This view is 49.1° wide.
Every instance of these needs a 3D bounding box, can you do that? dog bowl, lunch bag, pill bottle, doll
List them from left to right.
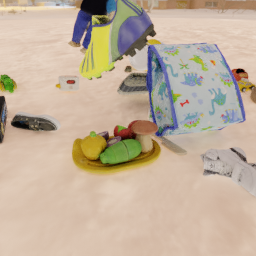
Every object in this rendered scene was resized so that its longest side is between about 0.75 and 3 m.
[{"bbox_3d":[-0.895,-2.884,6.901,1.346,1.972,0.478,34,26,10],"label":"doll"},{"bbox_3d":[-0.852,-3.582,8.316,0.525,1.791,1.791,28,28,-1],"label":"dog bowl"},{"bbox_3d":[1.125,-3.828,14.384,1.343,1.343,2.397,14,29,26],"label":"pill bottle"},{"bbox_3d":[1.618,-1.078,7.313,2.027,2.384,1.519,-6,-9,-19],"label":"lunch bag"}]

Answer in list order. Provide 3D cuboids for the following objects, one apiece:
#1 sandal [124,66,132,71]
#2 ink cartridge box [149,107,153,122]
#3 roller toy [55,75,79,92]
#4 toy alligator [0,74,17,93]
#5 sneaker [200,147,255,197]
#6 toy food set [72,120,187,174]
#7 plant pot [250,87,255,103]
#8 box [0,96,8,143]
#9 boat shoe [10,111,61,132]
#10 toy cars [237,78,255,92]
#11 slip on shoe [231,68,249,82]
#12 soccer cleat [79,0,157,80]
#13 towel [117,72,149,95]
[{"bbox_3d":[0.009,-2.980,13.864,0.366,0.263,0.921,1,26,2],"label":"sandal"},{"bbox_3d":[0.900,-0.326,8.291,0.582,0.336,0.796,1,26,2],"label":"ink cartridge box"},{"bbox_3d":[-2.286,-1.704,10.830,0.788,0.603,0.864,7,16,21],"label":"roller toy"},{"bbox_3d":[-4.997,-1.941,11.376,0.607,0.556,2.048,-16,30,-30],"label":"toy alligator"},{"bbox_3d":[2.026,0.862,5.576,0.914,0.598,1.591,-1,21,-1],"label":"sneaker"},{"bbox_3d":[-0.035,0.207,6.587,2.593,0.847,1.526,-11,28,-22],"label":"toy food set"},{"bbox_3d":[5.555,-1.394,9.685,2.303,1.063,2.303,1,25,0],"label":"plant pot"},{"bbox_3d":[-4.682,-0.182,7.701,2.403,0.601,2.421,-9,27,-17],"label":"box"},{"bbox_3d":[-2.562,-0.098,7.737,1.507,0.517,0.426,9,47,22],"label":"boat shoe"},{"bbox_3d":[4.082,-1.790,11.193,2.014,0.446,0.903,7,26,14],"label":"toy cars"},{"bbox_3d":[4.885,-2.354,12.232,0.689,0.570,1.861,3,24,10],"label":"slip on shoe"},{"bbox_3d":[-0.405,-1.594,5.196,0.735,0.951,2.274,-52,18,-29],"label":"soccer cleat"},{"bbox_3d":[1.230,-1.588,9.468,2.971,0.513,2.861,-3,-1,-9],"label":"towel"}]
